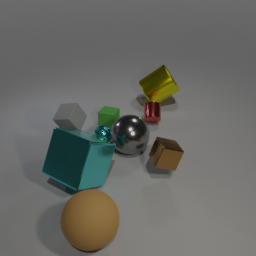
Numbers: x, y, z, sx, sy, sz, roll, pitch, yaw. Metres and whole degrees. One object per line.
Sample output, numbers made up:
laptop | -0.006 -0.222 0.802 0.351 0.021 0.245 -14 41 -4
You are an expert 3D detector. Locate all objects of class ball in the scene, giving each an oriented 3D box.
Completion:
ball | -0.920 0.227 10.259 0.700 0.700 0.700 0 32 0
ball | 0.065 0.227 9.845 1.400 1.400 1.400 0 32 0
ball | -0.901 2.189 6.734 1.400 1.400 1.400 0 32 0

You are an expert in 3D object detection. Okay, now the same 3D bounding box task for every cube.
cube | 1.144 0.774 8.465 0.700 0.700 0.700 12 23 -19
cube | -0.780 -0.418 11.484 0.700 0.700 0.700 10 29 15
cube | -1.434 0.883 8.346 1.400 1.400 1.400 19 4 27
cube | -1.913 -0.342 9.288 0.700 0.700 0.700 -1 52 27

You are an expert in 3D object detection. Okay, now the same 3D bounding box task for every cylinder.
cylinder | 1.435 -1.955 12.845 1.400 1.400 1.400 -32 29 15
cylinder | 1.008 -0.644 11.586 0.700 0.700 0.700 1 69 2
